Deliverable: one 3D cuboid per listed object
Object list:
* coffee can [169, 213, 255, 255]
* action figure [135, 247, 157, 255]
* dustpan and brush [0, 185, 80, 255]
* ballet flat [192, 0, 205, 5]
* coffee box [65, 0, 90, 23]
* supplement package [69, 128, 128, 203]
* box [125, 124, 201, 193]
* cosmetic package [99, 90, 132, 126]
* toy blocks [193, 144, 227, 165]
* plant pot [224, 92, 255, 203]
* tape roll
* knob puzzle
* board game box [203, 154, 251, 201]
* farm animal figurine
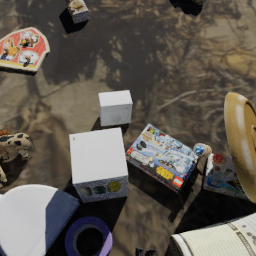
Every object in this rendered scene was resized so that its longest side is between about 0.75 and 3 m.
[{"bbox_3d":[2.563,2.981,5.946,2.850,2.086,2.086,-12,61,-7],"label":"coffee can"},{"bbox_3d":[0.343,3.475,6.535,0.737,0.633,1.241,12,59,-6],"label":"action figure"},{"bbox_3d":[-3.036,2.068,7.324,2.999,0.858,2.093,30,60,8],"label":"dustpan and brush"},{"bbox_3d":[2.523,-5.760,11.679,1.716,0.646,0.582,35,55,18],"label":"ballet flat"},{"bbox_3d":[-2.054,-4.819,11.266,0.644,0.455,1.140,-21,63,-11],"label":"coffee box"},{"bbox_3d":[-0.711,1.022,7.270,1.294,1.705,1.284,-8,61,-4],"label":"supplement package"},{"bbox_3d":[1.011,0.848,8.137,1.846,0.368,1.264,32,65,17],"label":"box"},{"bbox_3d":[-0.400,-0.602,8.563,0.937,0.940,0.578,-6,55,-9],"label":"cosmetic package"},{"bbox_3d":[2.197,0.714,7.542,0.834,1.001,0.364,28,96,27],"label":"toy blocks"},{"bbox_3d":[3.026,0.409,6.875,0.378,2.752,2.752,-15,54,34],"label":"plant pot"},{"bbox_3d":[-0.962,2.824,6.972,1.131,0.480,1.131,0,62,0],"label":"tape roll"},{"bbox_3d":[-3.912,-3.056,10.360,2.293,0.318,2.293,0,60,0],"label":"knob puzzle"},{"bbox_3d":[3.016,1.396,7.879,1.639,0.284,1.035,13,62,7],"label":"board game box"},{"bbox_3d":[-3.727,0.719,7.693,1.534,0.955,1.899,23,52,12],"label":"farm animal figurine"}]
